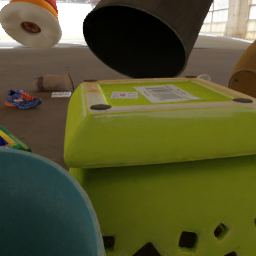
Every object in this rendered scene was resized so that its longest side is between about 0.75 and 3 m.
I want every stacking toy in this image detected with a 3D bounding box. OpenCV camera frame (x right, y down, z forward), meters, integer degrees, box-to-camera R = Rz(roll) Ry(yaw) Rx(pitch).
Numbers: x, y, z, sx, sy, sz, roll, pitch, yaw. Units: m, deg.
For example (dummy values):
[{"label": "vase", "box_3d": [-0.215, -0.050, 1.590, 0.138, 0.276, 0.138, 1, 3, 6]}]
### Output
[{"label": "stacking toy", "box_3d": [-2.672, -3.765, 8.355, 1.757, 2.404, 1.757, 4, -23, 2]}]

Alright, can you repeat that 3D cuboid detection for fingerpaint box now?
[{"label": "fingerpaint box", "box_3d": [-2.695, 0.543, 4.781, 1.528, 0.672, 1.831, -15, 24, -37]}]

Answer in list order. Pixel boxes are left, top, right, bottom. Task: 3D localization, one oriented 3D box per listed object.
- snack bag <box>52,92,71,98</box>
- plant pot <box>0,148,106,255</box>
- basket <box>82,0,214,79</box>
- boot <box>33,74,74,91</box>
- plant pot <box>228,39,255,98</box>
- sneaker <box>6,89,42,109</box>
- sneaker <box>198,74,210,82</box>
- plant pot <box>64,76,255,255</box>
[{"label": "snack bag", "box_3d": [-2.638, -1.320, 11.047, 0.741, 0.084, 0.786, -2, 19, -7]}, {"label": "plant pot", "box_3d": [-1.005, 1.231, 1.478, 1.990, 1.340, 1.990, -5, 34, 4]}, {"label": "basket", "box_3d": [0.736, -2.572, 5.547, 2.496, 1.883, 2.768, 10, 63, 53]}, {"label": "boot", "box_3d": [-3.187, -1.847, 11.812, 1.535, 0.738, 2.100, -13, 21, -17]}, {"label": "plant pot", "box_3d": [4.616, -1.805, 9.305, 2.766, 2.578, 2.578, -30, 33, -33]}, {"label": "sneaker", "box_3d": [-3.515, -0.974, 9.299, 1.462, 0.573, 0.551, 7, 22, 21]}, {"label": "sneaker", "box_3d": [2.768, -1.830, 11.976, 1.680, 0.609, 0.604, -18, 68, -21]}, {"label": "plant pot", "box_3d": [0.322, 0.510, 3.004, 2.100, 1.915, 2.110, -4, 19, -9]}]
